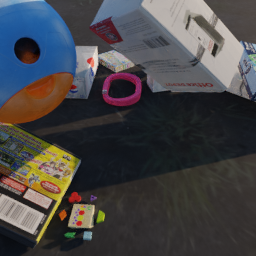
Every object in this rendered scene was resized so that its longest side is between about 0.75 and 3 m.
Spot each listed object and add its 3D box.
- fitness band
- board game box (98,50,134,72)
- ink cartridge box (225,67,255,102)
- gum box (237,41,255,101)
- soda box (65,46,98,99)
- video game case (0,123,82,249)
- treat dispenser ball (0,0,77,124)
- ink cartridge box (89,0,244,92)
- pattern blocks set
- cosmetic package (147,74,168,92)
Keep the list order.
[{"bbox_3d":[-0.209,-1.497,10.517,1.421,0.370,1.978,3,39,3],"label":"fitness band"},{"bbox_3d":[-0.599,-3.019,12.564,1.036,0.264,1.540,-26,44,-29],"label":"board game box"},{"bbox_3d":[4.402,-1.723,10.515,1.621,0.671,1.188,29,46,29],"label":"ink cartridge box"},{"bbox_3d":[5.372,-1.739,9.647,2.995,0.667,2.545,10,49,-8],"label":"gum box"},{"bbox_3d":[-1.856,-2.280,11.066,0.983,0.914,2.881,3,38,3],"label":"soda box"},{"bbox_3d":[-2.743,0.996,6.397,2.748,0.350,2.483,28,40,-5],"label":"video game case"},{"bbox_3d":[-2.461,-1.450,5.821,2.749,2.749,2.749,0,38,0],"label":"treat dispenser ball"},{"bbox_3d":[0.939,-2.148,6.738,2.200,2.998,1.242,12,74,56],"label":"ink cartridge box"},{"bbox_3d":[-1.023,1.958,6.251,0.994,0.092,1.131,8,38,10],"label":"pattern blocks set"},{"bbox_3d":[1.320,-1.959,10.730,0.998,0.823,0.824,-8,38,-11],"label":"cosmetic package"}]
